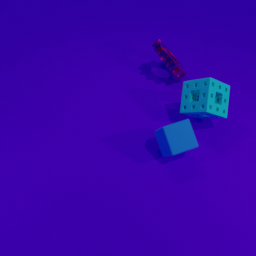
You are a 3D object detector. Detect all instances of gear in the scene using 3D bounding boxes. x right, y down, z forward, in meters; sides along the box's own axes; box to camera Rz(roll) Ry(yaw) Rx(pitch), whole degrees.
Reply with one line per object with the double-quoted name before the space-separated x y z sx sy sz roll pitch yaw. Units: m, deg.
"gear" 1.581 -2.610 10.606 0.311 1.680 1.680 -39 40 22

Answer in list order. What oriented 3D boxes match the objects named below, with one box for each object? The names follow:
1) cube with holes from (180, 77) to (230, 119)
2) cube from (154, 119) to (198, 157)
"cube with holes" 2.353 -0.871 8.579 1.000 1.000 1.000 11 -6 -37
"cube" 1.322 0.296 7.784 0.803 0.803 0.803 -17 85 -14
